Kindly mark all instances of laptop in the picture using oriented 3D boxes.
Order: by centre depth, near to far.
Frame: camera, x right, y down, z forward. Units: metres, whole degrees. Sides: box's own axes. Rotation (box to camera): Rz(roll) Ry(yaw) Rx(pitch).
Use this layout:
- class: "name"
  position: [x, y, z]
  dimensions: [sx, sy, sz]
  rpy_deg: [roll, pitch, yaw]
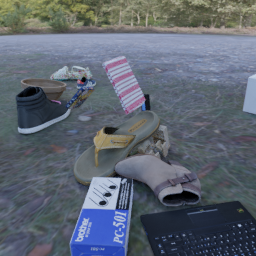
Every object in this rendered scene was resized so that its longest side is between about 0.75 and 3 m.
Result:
- class: "laptop"
  position: [1.580, 1.646, 4.503]
  dimensions: [2.230, 1.299, 2.516]
  rpy_deg: [-4, 24, -11]

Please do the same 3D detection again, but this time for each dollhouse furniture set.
- class: "dollhouse furniture set"
  position: [0.662, 0.566, 8.064]
  dimensions: [1.112, 0.788, 1.211]
  rpy_deg: [16, 49, 34]

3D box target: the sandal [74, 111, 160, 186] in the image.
- class: "sandal"
  position: [-0.307, 0.294, 7.470]
  dimensions: [1.198, 0.806, 2.984]
  rpy_deg: [26, 55, 40]

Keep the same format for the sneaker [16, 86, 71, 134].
- class: "sneaker"
  position: [-3.016, -0.939, 10.334]
  dimensions: [1.006, 1.411, 2.846]
  rpy_deg: [7, 23, 19]

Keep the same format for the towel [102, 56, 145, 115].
- class: "towel"
  position: [-0.104, -1.256, 8.068]
  dimensions: [0.235, 1.573, 1.151]
  rpy_deg: [-21, 10, 34]

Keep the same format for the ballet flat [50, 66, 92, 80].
- class: "ballet flat"
  position: [-3.340, -3.232, 16.422]
  dimensions: [2.471, 0.790, 0.935]
  rpy_deg: [-1, 25, -1]

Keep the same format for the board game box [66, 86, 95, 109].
- class: "board game box"
  position: [-1.552, -0.979, 9.079]
  dimensions: [0.157, 0.905, 0.613]
  rpy_deg: [51, 26, 10]

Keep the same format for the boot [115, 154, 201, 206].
- class: "boot"
  position: [0.681, 1.201, 6.355]
  dimensions: [1.898, 0.666, 1.387]
  rpy_deg: [-2, 25, -5]

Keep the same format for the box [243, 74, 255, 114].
- class: "box"
  position: [5.894, -1.522, 11.617]
  dimensions: [1.140, 1.455, 2.339]
  rpy_deg: [21, 31, 39]

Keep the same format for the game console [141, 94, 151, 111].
- class: "game console"
  position: [0.597, -0.857, 10.597]
  dimensions: [0.469, 0.805, 0.708]
  rpy_deg: [-14, 14, -36]

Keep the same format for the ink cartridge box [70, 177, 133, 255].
- class: "ink cartridge box"
  position: [-0.414, 1.687, 5.487]
  dimensions: [0.924, 0.435, 1.965]
  rpy_deg: [1, 24, 5]

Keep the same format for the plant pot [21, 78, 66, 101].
- class: "plant pot"
  position: [-3.709, -1.579, 12.318]
  dimensions: [1.905, 0.879, 1.905]
  rpy_deg: [8, 18, -3]

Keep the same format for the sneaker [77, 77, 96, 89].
- class: "sneaker"
  position: [-2.193, -2.488, 14.984]
  dimensions: [0.499, 0.562, 1.330]
  rpy_deg: [13, 26, 28]
